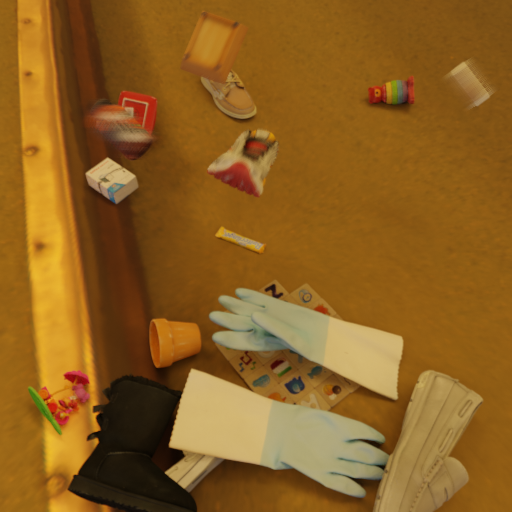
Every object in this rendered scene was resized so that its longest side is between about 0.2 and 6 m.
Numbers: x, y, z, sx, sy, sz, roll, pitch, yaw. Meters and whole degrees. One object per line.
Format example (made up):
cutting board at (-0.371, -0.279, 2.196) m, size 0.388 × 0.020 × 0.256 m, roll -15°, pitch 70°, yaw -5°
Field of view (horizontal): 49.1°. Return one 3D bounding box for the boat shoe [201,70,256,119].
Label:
boat shoe at (-0.775, -4.357, 14.366) m, size 0.833 × 0.747 × 2.250 m, roll -30°, pitch 59°, yaw -20°

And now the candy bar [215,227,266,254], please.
candy bar at (-0.313, -0.324, 11.823) m, size 1.119 × 0.124 × 0.279 m, roll 22°, pitch 57°, yaw 16°

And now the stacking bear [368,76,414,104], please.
stacking bear at (3.436, -4.172, 14.341) m, size 1.114 × 0.676 × 0.633 m, roll -4°, pitch 11°, yaw 9°

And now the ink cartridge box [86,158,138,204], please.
ink cartridge box at (-3.255, -1.697, 12.650) m, size 0.941 × 0.404 × 0.689 m, roll 34°, pitch 61°, yaw 21°

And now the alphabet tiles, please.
alphabet tiles at (0.665, 1.670, 10.393) m, size 2.239 × 0.085 × 2.691 m, roll -32°, pitch 60°, yaw -21°

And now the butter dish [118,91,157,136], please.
butter dish at (-2.825, -3.405, 13.710) m, size 1.039 × 1.042 × 0.770 m, roll 15°, pitch 11°, yaw 14°

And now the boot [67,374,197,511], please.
boot at (-1.670, 2.947, 8.697) m, size 2.363 × 0.874 × 1.936 m, roll 3°, pitch 53°, yaw 27°

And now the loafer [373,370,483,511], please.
loafer at (2.625, 3.275, 8.563) m, size 1.165 × 1.167 × 3.337 m, roll 18°, pitch 55°, yaw 22°

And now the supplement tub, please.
supplement tub at (-1.940, -1.819, 7.987) m, size 0.892 × 0.477 × 0.477 m, roll 44°, pitch 63°, yaw 2°

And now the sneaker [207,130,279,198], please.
sneaker at (-0.160, -1.702, 9.606) m, size 0.978 × 1.032 × 2.512 m, roll 24°, pitch 16°, yaw -4°

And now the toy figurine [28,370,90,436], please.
toy figurine at (-3.232, 2.399, 9.600) m, size 0.901 × 0.735 × 0.978 m, roll -33°, pitch 82°, yaw -32°

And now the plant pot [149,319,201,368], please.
plant pot at (-1.443, 1.535, 10.092) m, size 0.785 × 0.858 × 0.858 m, roll -4°, pitch 52°, yaw -22°

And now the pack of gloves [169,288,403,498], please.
pack of gloves at (0.746, 2.051, 9.237) m, size 3.622 × 0.715 × 3.043 m, roll 17°, pitch 55°, yaw -4°

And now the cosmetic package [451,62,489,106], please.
cosmetic package at (3.944, -3.166, 10.322) m, size 0.753 × 0.268 × 0.396 m, roll 45°, pitch 30°, yaw -14°

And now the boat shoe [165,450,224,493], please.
boat shoe at (-0.983, 3.173, 9.012) m, size 1.662 × 0.614 × 0.709 m, roll -41°, pitch 65°, yaw -15°

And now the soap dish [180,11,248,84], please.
soap dish at (-0.854, -4.169, 11.120) m, size 0.984 × 0.508 × 1.251 m, roll 22°, pitch 88°, yaw 7°
